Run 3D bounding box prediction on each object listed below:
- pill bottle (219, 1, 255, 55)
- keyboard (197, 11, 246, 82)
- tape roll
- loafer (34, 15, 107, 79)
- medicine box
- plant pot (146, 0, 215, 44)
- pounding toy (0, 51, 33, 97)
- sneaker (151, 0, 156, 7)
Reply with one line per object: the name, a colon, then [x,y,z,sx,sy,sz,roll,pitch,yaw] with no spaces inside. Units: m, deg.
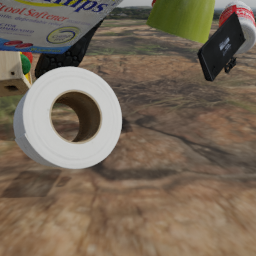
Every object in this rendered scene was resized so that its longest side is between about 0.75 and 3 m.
pill bottle: [2.878,-2.723,7.434,0.893,0.893,1.590,6,46,12]
keyboard: [1.608,-1.299,4.717,0.169,0.790,1.315,6,46,51]
tape roll: [-0.632,-0.070,2.887,0.974,0.974,0.668,-16,2,-30]
loafer: [-1.393,-2.260,6.829,0.921,2.713,0.952,29,11,-41]
medicine box: [-1.040,-1.641,3.174,1.698,0.874,1.546,-24,-6,40]
plant pot: [1.417,-3.072,6.623,1.582,1.690,1.582,15,23,-6]
pounding toy: [-2.730,-1.951,6.180,1.090,2.383,2.094,-9,-3,-11]
sneaker: [1.443,-3.658,8.372,1.131,0.767,1.958,33,27,5]
